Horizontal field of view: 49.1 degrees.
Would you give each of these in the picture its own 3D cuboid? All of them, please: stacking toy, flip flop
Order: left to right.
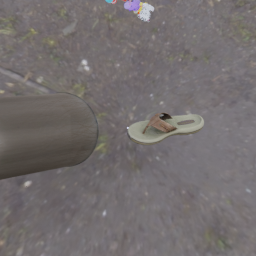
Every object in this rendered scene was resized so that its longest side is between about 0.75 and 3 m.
[{"bbox_3d":[-0.228,-3.767,8.286,1.999,0.470,1.507,18,25,-14],"label":"stacking toy"},{"bbox_3d":[0.891,-0.097,6.609,1.893,0.545,0.768,-10,43,-6],"label":"flip flop"}]

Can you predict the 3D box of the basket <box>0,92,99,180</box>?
[{"bbox_3d":[-2.193,0.164,5.329,2.236,2.480,1.687,-4,93,34],"label":"basket"}]
